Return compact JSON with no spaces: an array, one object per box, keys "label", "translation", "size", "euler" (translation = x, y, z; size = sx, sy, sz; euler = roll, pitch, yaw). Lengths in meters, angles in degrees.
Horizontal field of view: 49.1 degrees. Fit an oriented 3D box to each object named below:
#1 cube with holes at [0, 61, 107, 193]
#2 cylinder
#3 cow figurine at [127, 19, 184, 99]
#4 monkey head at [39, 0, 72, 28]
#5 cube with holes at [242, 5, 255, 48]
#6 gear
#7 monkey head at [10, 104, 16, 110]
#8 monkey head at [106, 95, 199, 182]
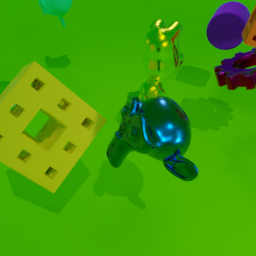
[{"label":"cube with holes","translation":[-1.482,-0.056,4.574],"size":[1.366,1.366,1.366],"euler":[-55,26,-9]},{"label":"cylinder","translation":[3.126,-3.181,8.698],"size":[1.153,1.153,1.153],"euler":[16,43,18]},{"label":"cow figurine","translation":[0.603,-1.271,5.981],"size":[0.929,1.693,1.666],"euler":[17,53,24]},{"label":"monkey head","translation":[-2.406,-4.257,9.152],"size":[1.048,1.739,1.251],"euler":[-4,28,-27]},{"label":"cube with holes","translation":[3.037,-2.143,5.727],"size":[0.962,0.962,0.962],"euler":[21,34,7]},{"label":"gear","translation":[3.125,-1.525,6.962],"size":[1.850,0.342,1.850],"euler":[-18,26,9]},{"label":"monkey head","translation":[-2.845,-0.218,6.012],"size":[1.179,0.848,0.710],"euler":[-14,3,3]},{"label":"monkey head","translation":[0.339,0.139,4.478],"size":[1.109,1.325,1.841],"euler":[14,37,-30]}]
